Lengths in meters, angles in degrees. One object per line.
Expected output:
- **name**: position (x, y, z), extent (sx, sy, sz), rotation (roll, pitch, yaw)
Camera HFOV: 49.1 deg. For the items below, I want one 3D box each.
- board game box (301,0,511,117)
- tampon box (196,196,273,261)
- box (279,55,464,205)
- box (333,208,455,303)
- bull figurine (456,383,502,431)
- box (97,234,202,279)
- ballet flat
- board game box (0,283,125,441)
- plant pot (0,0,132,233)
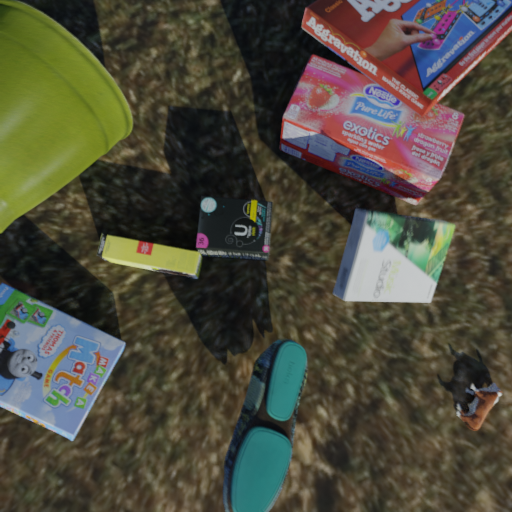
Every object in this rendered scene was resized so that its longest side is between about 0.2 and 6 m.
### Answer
- **board game box**: position (3.275, -4.533, 9.652), extent (2.511, 0.474, 4.879), rotation (41, 66, 13)
- **tampon box**: position (-0.348, -0.440, 9.349), extent (1.186, 0.749, 0.889), rotation (4, 78, 1)
- **box**: position (1.849, -2.064, 9.392), extent (2.681, 1.336, 1.280), rotation (23, 79, 5)
- **box**: position (2.142, 0.042, 8.599), extent (1.880, 0.342, 1.357), rotation (3, 108, -33)
- **bull figurine**: position (3.570, 2.359, 8.995), extent (0.520, 0.279, 0.856), rotation (31, 79, 8)
- **box**: position (-1.752, 0.015, 9.326), extent (1.632, 0.614, 0.409), rotation (11, 80, 3)
- **ballet flat**: position (0.086, 2.540, 8.274), extent (0.999, 0.999, 2.690), rotation (21, 62, 4)
- **board game box**: position (-3.379, 1.592, 8.609), extent (2.174, 0.398, 1.644), rotation (27, 55, -5)
- **plant pot**: position (-3.772, -1.844, 8.431), extent (2.727, 2.727, 2.625), rotation (31, 70, 6)
